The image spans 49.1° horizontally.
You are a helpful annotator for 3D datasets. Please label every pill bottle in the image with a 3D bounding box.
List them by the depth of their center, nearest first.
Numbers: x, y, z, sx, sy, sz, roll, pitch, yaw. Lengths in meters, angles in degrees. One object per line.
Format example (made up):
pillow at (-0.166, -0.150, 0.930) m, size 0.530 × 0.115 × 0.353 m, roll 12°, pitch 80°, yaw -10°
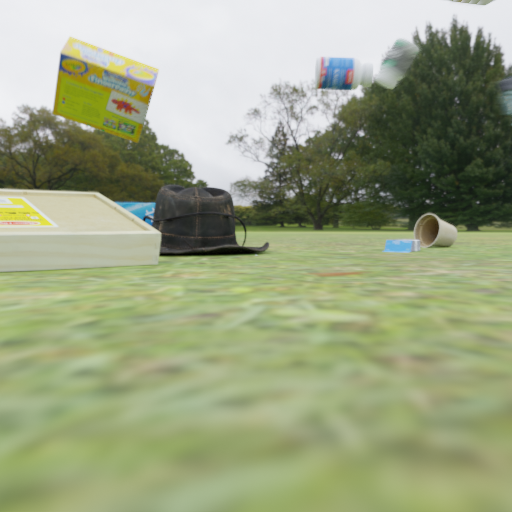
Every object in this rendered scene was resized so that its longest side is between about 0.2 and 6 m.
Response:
pill bottle at (2.254, -3.089, 9.027) m, size 0.404 × 0.714 × 0.404 m, roll 29°, pitch 13°, yaw -7°
pill bottle at (1.762, -3.668, 11.297) m, size 1.124 × 0.631 × 0.631 m, roll 2°, pitch 3°, yaw 2°

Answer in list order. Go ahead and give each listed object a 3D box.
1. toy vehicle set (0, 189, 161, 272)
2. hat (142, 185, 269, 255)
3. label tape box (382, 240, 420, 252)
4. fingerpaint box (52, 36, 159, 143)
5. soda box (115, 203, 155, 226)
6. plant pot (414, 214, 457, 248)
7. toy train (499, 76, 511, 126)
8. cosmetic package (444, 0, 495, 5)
toy vehicle set at (-3.173, -0.381, 7.037) m, size 3.345 × 0.443 × 2.078 m, roll -2°, pitch 21°, yaw -38°
hat at (-1.286, -0.728, 11.008) m, size 3.382 × 1.364 × 3.382 m, roll -1°, pitch 3°, yaw 0°
label tape box at (2.973, -0.207, 11.463) m, size 0.554 × 0.243 × 0.769 m, roll 2°, pitch 3°, yaw 33°
fingerpaint box at (-3.083, -3.357, 11.454) m, size 1.837 × 0.674 × 1.532 m, roll 16°, pitch -43°, yaw -13°
soda box at (-3.337, -0.773, 13.996) m, size 3.432 × 1.101 × 1.164 m, roll -1°, pitch 3°, yaw -12°
plant pot at (4.395, -0.543, 13.540) m, size 0.767 × 0.838 × 0.838 m, roll 10°, pitch -2°, yaw -28°
toy train at (4.625, -2.697, 9.926) m, size 0.432 × 1.013 × 0.578 m, roll -22°, pitch -30°, yaw 33°
cosmetic package at (2.869, -3.979, 7.825) m, size 0.476 × 0.704 × 1.339 m, roll -30°, pitch 34°, yaw -8°
